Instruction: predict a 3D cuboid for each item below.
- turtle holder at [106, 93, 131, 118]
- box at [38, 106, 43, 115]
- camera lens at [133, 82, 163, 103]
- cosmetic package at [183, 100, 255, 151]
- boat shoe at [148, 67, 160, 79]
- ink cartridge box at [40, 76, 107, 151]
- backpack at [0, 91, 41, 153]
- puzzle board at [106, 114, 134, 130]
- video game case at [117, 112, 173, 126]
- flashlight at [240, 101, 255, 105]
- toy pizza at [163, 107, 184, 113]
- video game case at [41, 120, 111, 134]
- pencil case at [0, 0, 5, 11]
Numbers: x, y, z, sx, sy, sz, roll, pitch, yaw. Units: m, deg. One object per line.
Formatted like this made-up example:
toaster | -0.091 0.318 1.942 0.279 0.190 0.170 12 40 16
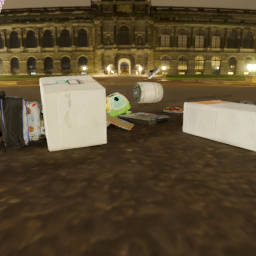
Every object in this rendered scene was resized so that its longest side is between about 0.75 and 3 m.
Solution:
turtle holder | -0.649 -0.965 12.557 1.403 0.996 1.066 -20 19 7
box | -3.514 -0.961 14.194 1.482 0.451 1.839 4 12 28
camera lens | 1.322 -2.413 19.143 1.752 1.401 1.401 -4 12 -24
cosmetic package | 3.228 -0.178 8.566 1.507 1.059 2.972 -6 14 -31
boat shoe | 1.027 -2.353 11.810 0.266 0.281 0.803 37 -26 -15
ink cartridge box | -1.645 -0.548 8.138 1.594 1.601 2.182 -6 21 -17
backpack | -3.062 -0.200 7.861 1.205 1.565 1.490 1 4 -24
puzzle board | -0.448 -0.235 10.420 1.264 0.110 0.953 21 13 6
video game case | 0.729 -0.411 11.939 1.791 0.228 1.619 10 15 43
flashlight | 5.743 -0.800 12.218 0.900 0.903 2.657 -1 12 -7
toy pizza | 2.483 -0.990 14.986 1.253 0.199 1.253 0 11 0
video game case | -1.993 -0.144 10.405 2.416 0.293 2.655 2 12 11
pencil case | -3.735 -3.302 7.521 0.601 1.432 0.612 0 -18 35
